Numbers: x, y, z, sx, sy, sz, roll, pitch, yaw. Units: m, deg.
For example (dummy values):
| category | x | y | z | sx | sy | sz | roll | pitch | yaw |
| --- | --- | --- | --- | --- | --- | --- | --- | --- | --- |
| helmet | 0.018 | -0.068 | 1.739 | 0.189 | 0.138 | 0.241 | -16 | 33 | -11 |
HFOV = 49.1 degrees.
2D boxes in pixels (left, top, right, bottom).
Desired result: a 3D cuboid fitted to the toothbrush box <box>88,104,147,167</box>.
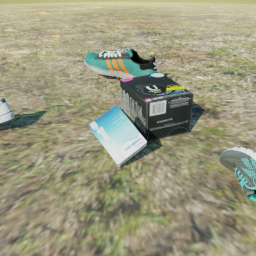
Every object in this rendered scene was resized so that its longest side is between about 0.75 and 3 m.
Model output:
| category | x | y | z | sx | sy | sz | roll | pitch | yaw |
| --- | --- | --- | --- | --- | --- | --- | --- | --- | --- |
| toothbrush box | -0.219 | 0.174 | 6.173 | 0.798 | 0.465 | 1.090 | -38 | 77 | -7 |

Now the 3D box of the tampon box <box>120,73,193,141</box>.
| category | x | y | z | sx | sy | sz | roll | pitch | yaw |
| --- | --- | --- | --- | --- | --- | --- | --- | --- | --- |
| tampon box | 0.725 | -0.669 | 7.789 | 1.364 | 1.149 | 1.821 | -12 | 32 | -18 |

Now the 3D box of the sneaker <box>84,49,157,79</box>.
| category | x | y | z | sx | sy | sz | roll | pitch | yaw |
| --- | --- | --- | --- | --- | --- | --- | --- | --- | --- |
| sneaker | -0.269 | -2.614 | 10.802 | 2.906 | 1.161 | 1.037 | 17 | 37 | 6 |

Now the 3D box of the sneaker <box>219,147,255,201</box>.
| category | x | y | z | sx | sy | sz | roll | pitch | yaw |
| --- | --- | --- | --- | --- | --- | --- | --- | --- | --- |
| sneaker | 2.412 | 0.975 | 5.391 | 0.812 | 0.690 | 1.780 | -35 | 35 | -19 |

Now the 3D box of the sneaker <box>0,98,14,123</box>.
| category | x | y | z | sx | sy | sz | roll | pitch | yaw |
| --- | --- | --- | --- | --- | --- | --- | --- | --- | --- |
| sneaker | -3.949 | -0.276 | 7.297 | 1.832 | 0.648 | 0.669 | -20 | 14 | -9 |
